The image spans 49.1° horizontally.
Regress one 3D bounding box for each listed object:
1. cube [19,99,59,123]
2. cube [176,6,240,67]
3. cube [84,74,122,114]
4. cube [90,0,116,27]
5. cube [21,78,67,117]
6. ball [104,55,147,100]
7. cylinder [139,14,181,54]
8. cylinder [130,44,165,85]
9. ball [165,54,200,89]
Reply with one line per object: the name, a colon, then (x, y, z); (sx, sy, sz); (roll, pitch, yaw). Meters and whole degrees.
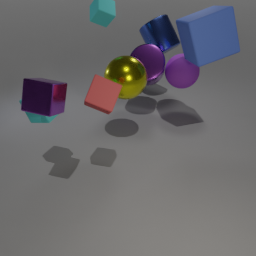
cube: (-2.261, -0.606, 7.405); (0.700, 0.700, 0.700); (1, 36, 30)
cube: (2.532, -2.979, 9.005); (1.400, 1.400, 1.400); (-20, 25, 1)
cube: (-0.631, -0.805, 6.907); (0.700, 0.700, 0.700); (22, -6, -8)
cube: (-0.922, -4.208, 10.089); (0.700, 0.700, 0.700); (10, -23, -32)
cube: (-1.829, -0.694, 6.159); (0.700, 0.700, 0.700); (12, 13, 10)
ball: (-0.076, -1.619, 9.034); (1.400, 1.400, 1.400); (0, 29, 0)
cylinder: (1.416, -4.055, 12.471); (1.400, 1.400, 1.400); (-27, 6, 3)
cylinder: (0.783, -2.504, 11.282); (1.400, 1.400, 1.400); (3, 1, 6)
ball: (2.208, -2.313, 11.433); (1.400, 1.400, 1.400); (0, 29, 0)
